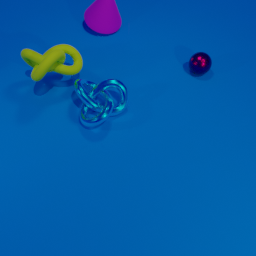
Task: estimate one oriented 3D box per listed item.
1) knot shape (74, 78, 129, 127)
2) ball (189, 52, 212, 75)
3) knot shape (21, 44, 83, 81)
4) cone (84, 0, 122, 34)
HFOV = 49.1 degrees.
[{"bbox_3d":[-0.820,-0.685,7.724,1.588,0.734,1.486,16,64,-1],"label":"knot shape"},{"bbox_3d":[2.279,-2.038,8.842,0.709,0.709,0.709,0,54,0],"label":"ball"},{"bbox_3d":[-2.062,-1.888,7.909,1.597,0.788,1.706,-17,27,-27],"label":"knot shape"},{"bbox_3d":[-0.758,-4.298,9.726,1.395,1.400,1.395,6,66,-13],"label":"cone"}]
